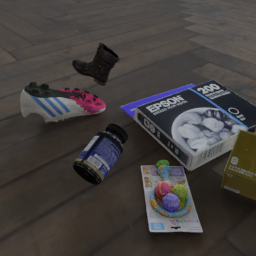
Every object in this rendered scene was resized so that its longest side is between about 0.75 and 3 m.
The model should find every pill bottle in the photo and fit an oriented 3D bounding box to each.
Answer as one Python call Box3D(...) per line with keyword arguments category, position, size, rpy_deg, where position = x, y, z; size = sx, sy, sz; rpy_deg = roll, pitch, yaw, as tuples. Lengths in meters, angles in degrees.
Box3D(category="pill bottle", position=(-0.521, 0.501, 5.740), size=(0.672, 0.672, 1.202), rpy_deg=(22, 59, 26))

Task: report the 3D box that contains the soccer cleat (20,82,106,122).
Box3D(category="soccer cleat", position=(-1.756, -0.579, 7.602), size=(2.283, 0.986, 0.797), rpy_deg=(8, 30, -31))

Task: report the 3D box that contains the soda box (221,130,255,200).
Box3D(category="soda box", position=(3.283, 1.045, 5.029), size=(2.905, 0.930, 0.984), rpy_deg=(19, 64, 23))

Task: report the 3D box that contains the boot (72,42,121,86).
Box3D(category="boot", position=(-0.937, -2.009, 8.272), size=(1.375, 1.197, 0.476), rpy_deg=(30, 45, 2))

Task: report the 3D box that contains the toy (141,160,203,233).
Box3D(category="toy", position=(0.804, 1.204, 5.427), size=(0.951, 0.390, 1.652), rpy_deg=(2, 32, -6))

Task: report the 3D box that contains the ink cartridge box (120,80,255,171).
Box3D(category="ink cartridge box", position=(1.686, -0.430, 7.320), size=(2.816, 0.617, 2.842), rpy_deg=(-21, 44, -27))
